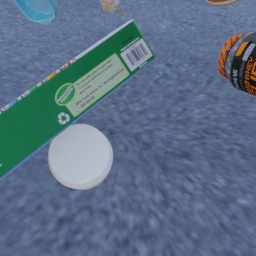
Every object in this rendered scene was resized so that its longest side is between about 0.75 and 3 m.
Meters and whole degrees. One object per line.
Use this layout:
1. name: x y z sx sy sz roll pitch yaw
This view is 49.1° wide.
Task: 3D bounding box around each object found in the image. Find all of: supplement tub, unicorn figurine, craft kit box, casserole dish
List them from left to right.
1. casserole dish: -2.152 -3.022 6.024 1.014 1.674 0.325 7 56 33
2. craft kit box: -1.148 -0.259 3.601 2.397 0.581 2.367 -40 15 -18
3. supplement tub: -0.596 0.401 3.631 0.775 1.104 0.775 1 77 -6
4. unicorn figurine: -0.408 -3.726 7.485 0.787 1.464 2.131 25 31 -1
5. supplement tub: 2.516 -1.028 4.824 1.097 1.097 1.790 -22 35 -23

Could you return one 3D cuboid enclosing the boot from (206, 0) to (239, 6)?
1. boot: 2.527 -3.783 6.590 1.445 1.011 2.695 4 0 -29
